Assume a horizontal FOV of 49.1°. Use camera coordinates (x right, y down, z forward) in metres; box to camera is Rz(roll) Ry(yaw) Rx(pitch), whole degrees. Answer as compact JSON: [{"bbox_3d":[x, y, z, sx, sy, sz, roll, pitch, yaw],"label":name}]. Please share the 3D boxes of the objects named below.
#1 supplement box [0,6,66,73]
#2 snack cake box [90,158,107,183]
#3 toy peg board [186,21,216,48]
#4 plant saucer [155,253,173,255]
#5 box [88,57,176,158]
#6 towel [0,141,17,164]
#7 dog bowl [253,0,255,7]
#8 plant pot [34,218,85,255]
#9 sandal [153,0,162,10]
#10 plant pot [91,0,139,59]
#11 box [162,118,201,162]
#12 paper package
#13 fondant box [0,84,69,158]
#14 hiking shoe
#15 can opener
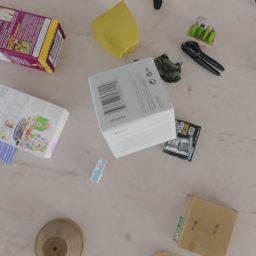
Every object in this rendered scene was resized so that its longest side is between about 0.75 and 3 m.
[{"bbox_3d":[-4.114,-3.466,11.050,2.716,1.401,1.778,16,81,3],"label":"supplement box"},{"bbox_3d":[-1.117,1.615,10.662,0.303,0.518,0.901,23,81,4],"label":"snack cake box"},{"bbox_3d":[3.056,-3.920,11.320,1.109,0.542,1.104,25,50,3],"label":"toy peg board"},{"bbox_3d":[1.322,5.151,10.234,1.173,0.208,1.173,0,81,0],"label":"plant saucer"},{"bbox_3d":[0.180,-0.664,9.722,2.386,2.044,2.374,-18,58,1],"label":"box"},{"bbox_3d":[-4.945,0.912,10.966,1.015,0.121,0.735,20,85,3],"label":"towel"},{"bbox_3d":[5.770,-5.468,11.973,0.869,0.255,0.869,0,80,0],"label":"dog bowl"},{"bbox_3d":[-2.521,4.236,10.068,1.842,0.850,1.842,0,79,0],"label":"plant pot"},{"bbox_3d":[1.337,-5.880,11.934,0.416,0.654,1.739,1,88,-25],"label":"sandal"},{"bbox_3d":[-0.371,-3.702,11.112,1.521,1.511,1.556,-37,90,-6],"label":"plant pot"},{"bbox_3d":[2.091,0.466,10.929,1.142,0.360,1.448,19,82,4],"label":"box"},{"bbox_3d":[2.772,3.565,10.110,1.802,0.978,1.891,19,82,3],"label":"paper package"},{"bbox_3d":[-3.978,-0.245,10.827,2.774,0.808,2.001,21,81,4],"label":"fondant box"},{"bbox_3d":[1.183,-2.512,11.313,2.051,0.777,1.032,14,72,-6],"label":"hiking shoe"},{"bbox_3d":[2.991,-2.801,11.375,2.048,0.649,0.805,38,57,-2],"label":"can opener"}]
